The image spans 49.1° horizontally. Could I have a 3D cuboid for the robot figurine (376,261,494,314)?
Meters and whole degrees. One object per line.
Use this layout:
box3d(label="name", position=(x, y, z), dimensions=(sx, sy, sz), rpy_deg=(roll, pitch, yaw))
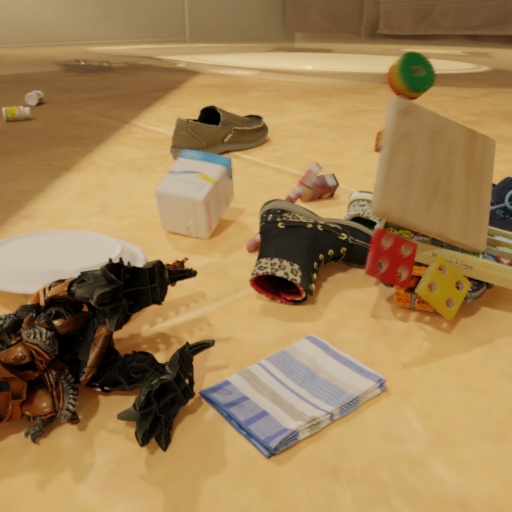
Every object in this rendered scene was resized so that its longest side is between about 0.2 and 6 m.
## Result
box3d(label="robot figurine", position=(2.709, 0.186, 8.530), dimensions=(1.675, 0.672, 2.310), rpy_deg=(10, 27, 20))

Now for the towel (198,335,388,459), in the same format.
box3d(label="towel", position=(0.435, 1.490, 6.366), dimensions=(1.795, 0.214, 1.318), rpy_deg=(-19, 31, -34))

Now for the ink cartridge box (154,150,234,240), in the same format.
box3d(label="ink cartridge box", position=(-1.116, -1.153, 10.457), dimensions=(0.971, 0.976, 1.330), rpy_deg=(13, 47, 14))

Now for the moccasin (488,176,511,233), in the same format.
box3d(label="moccasin", position=(4.464, -0.917, 10.294), dimensions=(3.268, 1.114, 1.315), rpy_deg=(22, 34, 38))

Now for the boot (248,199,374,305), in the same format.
box3d(label="boot", position=(0.972, 0.133, 8.623), dimensions=(2.214, 0.799, 1.672), rpy_deg=(20, 45, -6))

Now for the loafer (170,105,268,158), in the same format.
box3d(label="loafer", position=(-0.926, -3.600, 15.730), dimensions=(1.315, 1.218, 3.496), rpy_deg=(20, 32, 35))

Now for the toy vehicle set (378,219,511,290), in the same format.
box3d(label="toy vehicle set", position=(2.899, -0.185, 8.203), dimensions=(2.181, 0.289, 1.355), rpy_deg=(17, 29, 13))

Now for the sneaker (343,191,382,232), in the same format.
box3d(label="sneaker", position=(2.495, -0.570, 10.260), dimensions=(2.045, 0.786, 0.906), rpy_deg=(11, 43, 31))

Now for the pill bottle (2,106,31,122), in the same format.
box3d(label="pill bottle", position=(-8.241, -4.900, 19.283), dimensions=(0.848, 0.478, 0.478), rpy_deg=(-10, 27, -19))

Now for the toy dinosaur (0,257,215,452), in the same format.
box3d(label="toy dinosaur", position=(-1.994, 0.788, 6.262), dimensions=(2.548, 1.918, 3.755), rpy_deg=(-2, 43, 35))

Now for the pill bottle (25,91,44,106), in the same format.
box3d(label="pill bottle", position=(-8.658, -6.196, 21.949), dimensions=(0.494, 0.494, 0.827), rpy_deg=(1, 25, 2))

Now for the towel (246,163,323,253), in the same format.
box3d(label="towel", position=(0.483, -0.859, 9.817), dimensions=(0.190, 1.669, 1.202), rpy_deg=(40, 32, -3))

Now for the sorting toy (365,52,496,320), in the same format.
box3d(label="sorting toy", position=(2.366, -0.947, 7.803), dimensions=(1.746, 3.623, 0.613), rpy_deg=(18, -18, -16))

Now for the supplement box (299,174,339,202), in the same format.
box3d(label="supplement box", position=(1.324, -1.474, 12.046), dimensions=(0.791, 0.436, 0.339), rpy_deg=(-10, 61, -20))

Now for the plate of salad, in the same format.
box3d(label="plate of salad", position=(-2.995, 0.166, 8.529), dimensions=(2.630, 0.632, 2.630), rpy_deg=(4, 20, -1))
